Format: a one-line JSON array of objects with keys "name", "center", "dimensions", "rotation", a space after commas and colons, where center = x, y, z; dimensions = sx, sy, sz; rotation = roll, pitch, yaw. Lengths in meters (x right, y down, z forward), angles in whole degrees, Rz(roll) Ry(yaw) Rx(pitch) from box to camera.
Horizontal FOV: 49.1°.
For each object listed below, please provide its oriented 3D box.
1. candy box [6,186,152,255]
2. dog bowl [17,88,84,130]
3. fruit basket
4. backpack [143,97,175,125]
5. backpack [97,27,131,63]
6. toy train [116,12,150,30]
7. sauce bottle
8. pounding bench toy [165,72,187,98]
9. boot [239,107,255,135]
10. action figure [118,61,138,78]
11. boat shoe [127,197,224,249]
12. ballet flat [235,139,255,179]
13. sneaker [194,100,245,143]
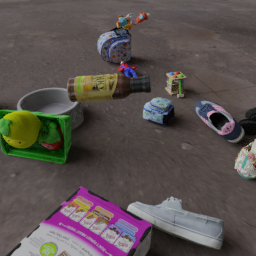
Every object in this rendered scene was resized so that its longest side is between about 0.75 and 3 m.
[{"name": "candy box", "center": [-1.110, 2.722, 5.475], "dimensions": [2.022, 0.904, 2.965], "rotation": [21, 39, 28]}, {"name": "dog bowl", "center": [-2.981, -0.727, 10.764], "dimensions": [2.616, 0.767, 2.616], "rotation": [1, 34, -1]}, {"name": "fruit basket", "center": [-2.970, 0.205, 8.444], "dimensions": [2.412, 1.740, 2.412], "rotation": [3, 19, -1]}, {"name": "backpack", "center": [1.147, -0.701, 10.689], "dimensions": [1.090, 0.801, 0.997], "rotation": [13, 32, 26]}, {"name": "backpack", "center": [-0.729, -4.494, 15.601], "dimensions": [1.861, 1.954, 1.505], "rotation": [-12, 48, -11]}, {"name": "toy train", "center": [0.154, -4.870, 12.405], "dimensions": [1.225, 0.454, 1.631], "rotation": [-27, -4, 38]}, {"name": "sauce bottle", "center": [-0.545, -1.229, 8.356], "dimensions": [2.459, 0.796, 0.796], "rotation": [-5, 33, 6]}, {"name": "pounding bench toy", "center": [2.218, -1.953, 12.480], "dimensions": [0.692, 0.869, 1.114], "rotation": [-10, 35, -14]}, {"name": "boot", "center": [4.530, -0.298, 10.234], "dimensions": [1.563, 0.588, 1.169], "rotation": [4, 40, -12]}, {"name": "action figure", "center": [0.044, -2.873, 14.157], "dimensions": [0.801, 0.633, 2.448], "rotation": [-12, 33, -13]}, {"name": "boat shoe", "center": [1.099, 2.034, 6.447], "dimensions": [2.207, 0.770, 0.786], "rotation": [17, 69, 14]}, {"name": "ballet flat", "center": [4.378, 0.559, 8.665], "dimensions": [1.127, 0.952, 2.980], "rotation": [26, 41, 38]}, {"name": "sneaker", "center": [3.053, -0.478, 9.973], "dimensions": [1.013, 0.867, 2.471], "rotation": [31, 12, -37]}]
